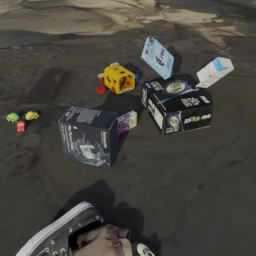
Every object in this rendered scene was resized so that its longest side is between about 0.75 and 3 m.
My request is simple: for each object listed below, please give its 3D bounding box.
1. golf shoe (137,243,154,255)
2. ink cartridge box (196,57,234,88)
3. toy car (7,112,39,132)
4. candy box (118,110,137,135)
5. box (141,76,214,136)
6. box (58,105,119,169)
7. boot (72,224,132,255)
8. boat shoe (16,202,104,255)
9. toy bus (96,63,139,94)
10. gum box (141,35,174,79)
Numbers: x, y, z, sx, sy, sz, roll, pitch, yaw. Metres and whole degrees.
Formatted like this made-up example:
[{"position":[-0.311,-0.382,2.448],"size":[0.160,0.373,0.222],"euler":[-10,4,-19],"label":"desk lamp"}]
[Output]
[{"position":[0.518,3.237,7.210],"size":[0.304,0.347,0.787],"euler":[-25,43,-27],"label":"golf shoe"},{"position":[3.509,-2.285,11.661],"size":[0.853,1.471,0.499],"euler":[-1,66,-37],"label":"ink cartridge box"},{"position":[-4.645,-0.409,11.953],"size":[1.245,0.295,1.323],"euler":[12,39,15],"label":"toy car"},{"position":[-0.078,-0.222,11.420],"size":[0.959,0.654,0.293],"euler":[-30,48,-32],"label":"candy box"},{"position":[2.009,-1.056,12.083],"size":[2.188,1.151,2.672],"euler":[-10,39,-14],"label":"box"},{"position":[-1.307,0.310,9.809],"size":[1.800,1.770,1.057],"euler":[9,39,12],"label":"box"},{"position":[-0.603,3.208,6.868],"size":[1.432,0.688,1.958],"euler":[-3,34,2],"label":"boot"},{"position":[-1.675,2.993,7.138],"size":[0.901,0.951,2.721],"euler":[24,36,30],"label":"boat shoe"},{"position":[-0.637,-2.684,14.187],"size":[2.255,1.165,2.128],"euler":[6,38,7],"label":"toy bus"},{"position":[1.265,-2.936,11.672],"size":[0.325,1.461,1.241],"euler":[-25,38,42],"label":"gum box"}]
